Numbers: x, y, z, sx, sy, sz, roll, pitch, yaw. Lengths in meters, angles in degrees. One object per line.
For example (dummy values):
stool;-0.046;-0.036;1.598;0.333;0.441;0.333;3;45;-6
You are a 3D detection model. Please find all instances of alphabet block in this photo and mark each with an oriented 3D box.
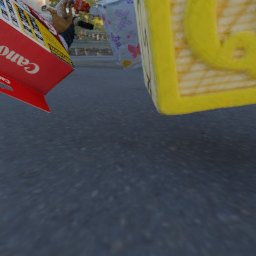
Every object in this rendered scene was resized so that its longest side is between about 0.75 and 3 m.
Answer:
alphabet block;1.655;-2.068;5.531;2.845;2.830;2.898;-10;17;2

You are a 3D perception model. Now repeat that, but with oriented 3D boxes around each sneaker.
sneaker;-2.348;-3.065;8.224;0.730;1.935;1.101;-32;20;52

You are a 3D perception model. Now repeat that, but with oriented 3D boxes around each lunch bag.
lunch bag;0.561;-3.121;8.415;2.414;2.047;1.534;-23;30;-5

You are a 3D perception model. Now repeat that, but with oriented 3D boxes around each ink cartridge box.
ink cartridge box;-2.023;-1.491;4.747;2.171;0.911;1.906;27;29;-57

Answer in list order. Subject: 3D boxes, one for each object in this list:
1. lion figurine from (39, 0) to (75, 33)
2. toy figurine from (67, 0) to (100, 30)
lion figurine;-1.949;-2.402;6.375;1.920;0.696;1.176;1;-23;11
toy figurine;-1.463;-4.085;9.515;0.847;1.217;1.198;22;66;17
